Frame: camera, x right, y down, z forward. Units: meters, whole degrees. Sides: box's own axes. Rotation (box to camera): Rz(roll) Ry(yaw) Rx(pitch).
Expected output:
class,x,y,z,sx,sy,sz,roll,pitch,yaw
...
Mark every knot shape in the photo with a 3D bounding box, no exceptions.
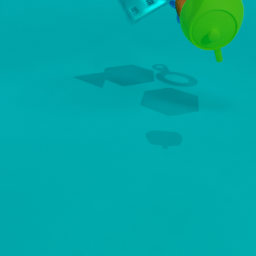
class,x,y,z,sx,sy,sz,roll,pitch,yaw
knot shape,1.745,-3.966,8.530,0.604,1.307,1.223,-3,-9,-20

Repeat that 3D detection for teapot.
class,x,y,z,sx,sy,sz,roll,pitch,yaw
teapot,1.168,-1.518,3.931,0.890,1.432,0.701,-11,49,21

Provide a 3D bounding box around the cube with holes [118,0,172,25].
class,x,y,z,sx,sy,sz,roll,pitch,yaw
cube with holes,0.348,-3.897,7.860,1.376,1.376,1.376,-28,15,9

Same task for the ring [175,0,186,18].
class,x,y,z,sx,sy,sz,roll,pitch,yaw
ring,2.084,-3.529,7.667,1.605,1.605,0.321,13,4,22
